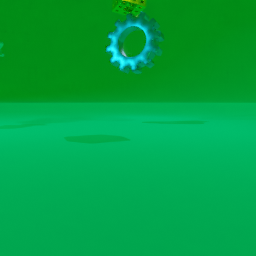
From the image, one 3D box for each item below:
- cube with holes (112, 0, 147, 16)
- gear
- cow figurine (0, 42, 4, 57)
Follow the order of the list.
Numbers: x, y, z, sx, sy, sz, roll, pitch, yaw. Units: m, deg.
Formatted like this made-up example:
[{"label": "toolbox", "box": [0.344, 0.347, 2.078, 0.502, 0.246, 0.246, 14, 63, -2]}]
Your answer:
[{"label": "cube with holes", "box": [0.045, -4.260, 9.101, 0.849, 0.849, 0.849, 6, -5, -23]}, {"label": "gear", "box": [0.197, -2.707, 8.970, 1.889, 1.889, 0.349, 3, -1, 26]}, {"label": "cow figurine", "box": [-4.408, -2.488, 7.711, 1.708, 0.953, 1.735, 44, 11, -1]}]
